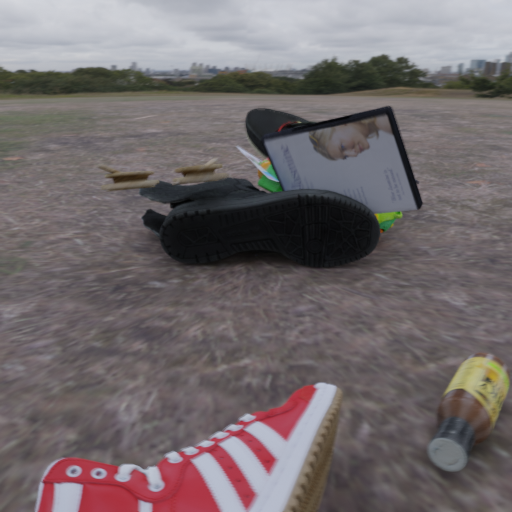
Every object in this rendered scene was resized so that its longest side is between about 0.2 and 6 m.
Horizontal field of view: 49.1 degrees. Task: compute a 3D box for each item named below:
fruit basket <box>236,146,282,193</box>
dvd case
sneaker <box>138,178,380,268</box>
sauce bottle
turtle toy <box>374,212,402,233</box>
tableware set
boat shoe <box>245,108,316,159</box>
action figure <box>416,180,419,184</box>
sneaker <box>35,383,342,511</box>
[{"bbox_3d":[0.387,-1.697,11.330,1.322,0.669,1.427,23,25,-43],"label":"fruit basket"},{"bbox_3d":[1.269,-1.322,8.662,2.267,1.617,0.199,-3,34,40],"label":"dvd case"},{"bbox_3d":[-0.113,-0.716,9.390,4.063,1.220,2.119,-2,22,3],"label":"sneaker"},{"bbox_3d":[1.832,1.325,4.824,0.469,0.469,1.449,12,24,30],"label":"sauce bottle"},{"bbox_3d":[1.741,-0.835,10.044,1.896,0.959,1.382,16,48,37],"label":"turtle toy"},{"bbox_3d":[-1.364,-1.240,8.322,1.857,0.372,1.228,-8,7,-11],"label":"tableware set"},{"bbox_3d":[0.930,-2.376,11.649,1.236,1.059,3.378,-45,55,-7],"label":"boat shoe"},{"bbox_3d":[2.238,-1.421,9.393,0.503,0.930,0.961,-39,1,3],"label":"action figure"},{"bbox_3d":[-0.388,1.510,3.608,1.457,0.923,2.591,12,25,21],"label":"sneaker"}]
